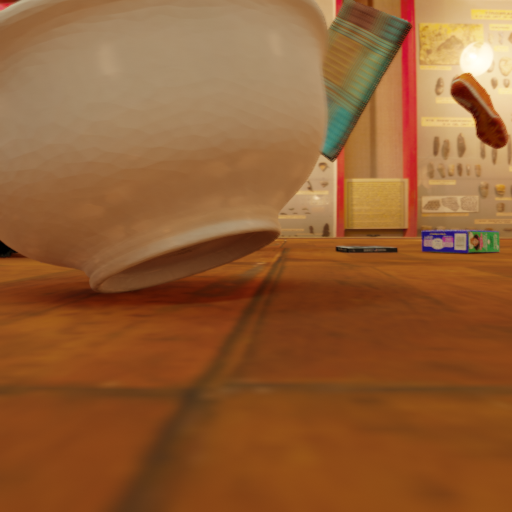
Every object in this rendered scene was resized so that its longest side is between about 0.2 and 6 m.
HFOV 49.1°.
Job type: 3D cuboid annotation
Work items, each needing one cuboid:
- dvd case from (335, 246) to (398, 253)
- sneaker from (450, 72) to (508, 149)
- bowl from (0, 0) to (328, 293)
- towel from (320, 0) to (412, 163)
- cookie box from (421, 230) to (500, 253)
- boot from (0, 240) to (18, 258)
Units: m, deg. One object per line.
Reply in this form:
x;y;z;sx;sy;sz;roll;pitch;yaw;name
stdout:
2.647;-0.149;13.497;1.223;0.151;0.919;-1;3;-12;dvd case
4.725;-3.020;11.570;0.688;1.782;0.651;-45;16;-31;sneaker
-0.724;-0.605;4.422;3.179;1.429;3.179;-19;-7;-2;bowl
1.309;-2.853;8.976;0.249;2.298;1.685;13;25;-39;towel
4.838;-0.339;13.243;1.441;0.541;1.232;-2;3;-39;cookie box
-4.986;-0.509;11.599;2.157;0.981;2.568;-3;7;39;boot
